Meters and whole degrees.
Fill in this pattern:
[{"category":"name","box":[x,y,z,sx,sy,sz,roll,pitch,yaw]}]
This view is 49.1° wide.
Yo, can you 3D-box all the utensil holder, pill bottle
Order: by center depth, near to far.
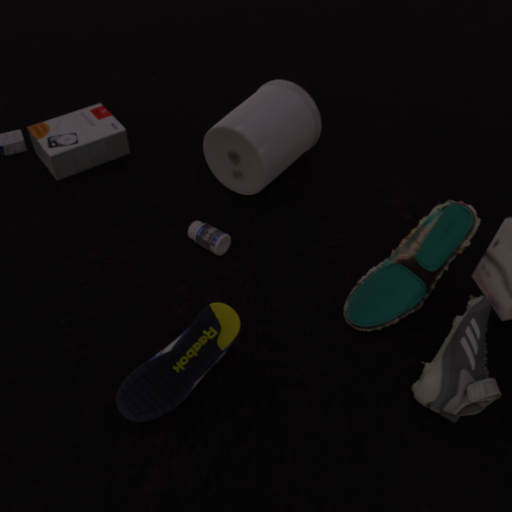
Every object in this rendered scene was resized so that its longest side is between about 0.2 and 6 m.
[{"category":"pill bottle","box":[-0.879,-0.344,10.374,0.745,0.424,0.424,28,52,27]},{"category":"utensil holder","box":[0.116,-2.444,11.564,1.694,1.694,1.994,27,51,24]}]

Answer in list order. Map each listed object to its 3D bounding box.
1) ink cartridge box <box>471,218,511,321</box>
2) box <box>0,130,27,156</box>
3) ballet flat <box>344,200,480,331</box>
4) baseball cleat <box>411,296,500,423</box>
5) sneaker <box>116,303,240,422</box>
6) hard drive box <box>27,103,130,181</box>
[{"category":"ink cartridge box","box":[4.016,0.319,8.754,0.572,1.686,0.978,-7,48,-14]},{"category":"box","box":[-5.527,-2.556,12.665,0.537,0.281,0.493,-18,49,-18]},{"category":"ballet flat","box":[2.590,0.244,9.245,2.740,0.876,1.036,-43,75,4]},{"category":"baseball cleat","box":[3.215,1.563,8.353,1.130,0.740,2.123,32,64,24]},{"category":"sneaker","box":[-1.090,1.616,8.266,2.144,0.882,0.793,-40,84,-12]},{"category":"hard drive box","box":[-3.913,-2.551,12.387,1.749,0.672,1.363,-28,52,-25]}]
